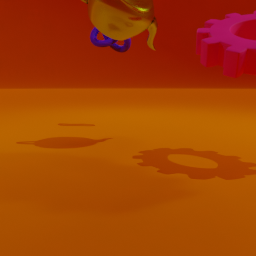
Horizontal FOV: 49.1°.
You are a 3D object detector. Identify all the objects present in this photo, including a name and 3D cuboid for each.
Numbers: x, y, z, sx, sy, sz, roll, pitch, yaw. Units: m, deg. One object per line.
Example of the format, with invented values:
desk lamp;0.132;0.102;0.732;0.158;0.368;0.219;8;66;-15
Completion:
teapot;-0.126;-1.976;4.766;1.889;1.175;0.925;26;-40;-21
gear;1.746;-1.112;3.576;1.671;0.309;1.671;-5;36;4
knot shape;-0.479;-2.407;7.109;1.020;1.090;0.504;-12;15;10
